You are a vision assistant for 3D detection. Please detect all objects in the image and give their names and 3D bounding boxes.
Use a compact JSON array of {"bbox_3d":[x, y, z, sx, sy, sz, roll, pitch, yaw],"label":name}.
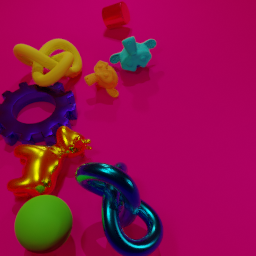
[{"bbox_3d":[-0.078,1.366,4.820,0.848,1.835,1.717,-33,65,-2],"label":"knot shape"},{"bbox_3d":[-2.339,-0.411,7.119,2.047,0.379,2.047,0,52,0],"label":"gear"},{"bbox_3d":[-1.588,0.738,5.943,1.584,0.884,1.610,1,61,-2],"label":"cow figurine"},{"bbox_3d":[-0.399,-3.790,9.444,0.732,0.732,0.732,-7,48,25],"label":"cylinder"},{"bbox_3d":[-0.719,-1.338,7.594,0.853,0.714,1.185,-30,72,-5],"label":"monkey head"},{"bbox_3d":[0.130,-2.207,8.048,1.485,1.069,0.895,-21,40,7],"label":"monkey head"},{"bbox_3d":[-1.450,1.659,4.862,0.962,0.962,0.962,0,52,0],"label":"ball"},{"bbox_3d":[-2.076,-1.763,7.615,1.884,0.871,1.763,-4,36,-22],"label":"knot shape"}]
